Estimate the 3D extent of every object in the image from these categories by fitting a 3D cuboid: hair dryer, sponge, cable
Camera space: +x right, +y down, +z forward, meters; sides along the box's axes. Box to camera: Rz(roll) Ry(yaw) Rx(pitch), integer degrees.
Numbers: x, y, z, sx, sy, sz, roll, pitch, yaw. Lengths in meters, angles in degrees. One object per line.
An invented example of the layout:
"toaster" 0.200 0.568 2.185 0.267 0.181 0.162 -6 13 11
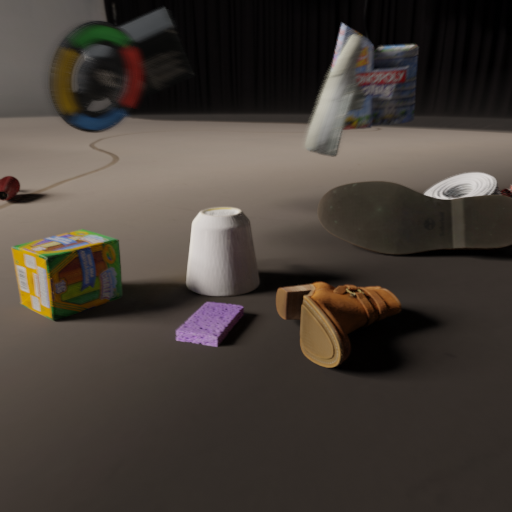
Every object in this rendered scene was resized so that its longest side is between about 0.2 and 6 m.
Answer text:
"hair dryer" -7.089 -1.678 14.941 2.049 0.557 1.561 7 34 37
"sponge" -0.580 0.869 7.290 0.561 0.150 1.006 5 18 17
"cable" 4.333 -1.218 11.957 1.620 0.561 1.620 -19 25 14

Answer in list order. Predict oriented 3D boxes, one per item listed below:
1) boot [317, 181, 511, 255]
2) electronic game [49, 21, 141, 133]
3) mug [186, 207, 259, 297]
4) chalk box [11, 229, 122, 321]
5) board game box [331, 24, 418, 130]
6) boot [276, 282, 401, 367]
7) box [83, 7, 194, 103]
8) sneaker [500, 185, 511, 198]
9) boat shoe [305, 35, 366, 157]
"boot" 3.013 -0.614 10.707 3.650 1.344 1.377 6 -2 10
"electronic game" -2.829 -3.167 10.032 0.406 1.952 1.952 27 30 29
"mug" -0.628 -0.145 8.763 1.150 1.179 1.436 -17 24 -41
"chalk box" -2.555 0.193 8.110 0.926 0.932 1.494 15 24 38
"board game box" 2.667 -4.262 13.284 2.342 2.341 0.722 -4 31 3
"boot" 1.167 0.785 6.939 1.418 0.700 1.826 -1 10 -16
"box" -2.606 -4.360 12.473 2.013 1.420 0.794 -23 59 1
"sneaker" 5.427 -1.233 12.185 1.887 1.011 0.630 22 -4 42
"boat shoe" 1.913 -3.428 12.322 0.934 2.624 0.915 21 28 2
